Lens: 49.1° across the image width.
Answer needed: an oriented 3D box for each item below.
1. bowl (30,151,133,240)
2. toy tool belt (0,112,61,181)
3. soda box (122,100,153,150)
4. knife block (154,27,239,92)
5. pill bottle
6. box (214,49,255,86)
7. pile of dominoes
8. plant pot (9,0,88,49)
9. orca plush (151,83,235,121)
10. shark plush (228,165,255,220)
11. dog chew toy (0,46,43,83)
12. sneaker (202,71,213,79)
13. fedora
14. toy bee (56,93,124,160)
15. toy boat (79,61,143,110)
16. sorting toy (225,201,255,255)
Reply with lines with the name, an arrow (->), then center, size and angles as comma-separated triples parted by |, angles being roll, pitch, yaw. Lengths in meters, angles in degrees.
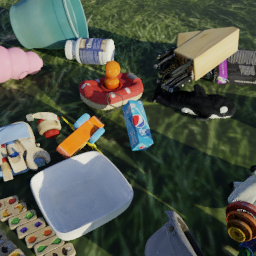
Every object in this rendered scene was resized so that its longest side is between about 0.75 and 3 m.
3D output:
bowl -> -0.940, 1.391, 5.793 | 1.743, 0.651, 1.741 | -23, 45, -25
toy tool belt -> -2.513, 0.663, 6.420 | 2.285, 1.427, 1.404 | -18, 73, -17
soda box -> 0.236, -0.083, 7.327 | 0.416, 0.440, 1.297 | 2, 60, -29
knife block -> 2.440, -2.337, 9.838 | 2.915, 0.932, 2.559 | -2, 49, 14
pill bottle -> -1.517, -3.073, 11.182 | 1.813, 1.006, 1.006 | 6, 39, 8
box -> 4.448, -2.252, 10.376 | 2.447, 0.442, 1.749 | 7, 50, 9
pile of dominoes -> -2.327, 2.130, 5.091 | 2.301, 0.366, 1.793 | 28, 46, 30
plant pot -> -3.405, -4.603, 11.973 | 2.616, 2.784, 2.784 | -12, 37, 8
orca plush -> 2.042, -1.056, 8.683 | 2.578, 0.917, 1.356 | 24, 44, 28
shark plush -> 3.162, 1.580, 5.830 | 2.430, 1.104, 1.012 | 13, 56, -16
dog chew toy -> -4.180, -2.324, 10.101 | 2.102, 1.309, 1.309 | -8, 38, -24
sneaker -> 2.741, -2.018, 10.418 | 0.385, 0.359, 0.972 | -31, 41, -20
fedora -> 0.811, 2.163, 4.379 | 0.790, 1.548, 1.751 | -33, 26, 3
toy bee -> -0.966, 0.144, 7.212 | 2.074, 1.127, 1.358 | -23, 78, -26
toy boat -> -0.538, -1.474, 8.860 | 2.069, 1.352, 1.350 | -21, 43, -25
sorting toy -> 2.245, 1.999, 4.834 | 1.510, 0.907, 0.620 | 41, 50, 17
